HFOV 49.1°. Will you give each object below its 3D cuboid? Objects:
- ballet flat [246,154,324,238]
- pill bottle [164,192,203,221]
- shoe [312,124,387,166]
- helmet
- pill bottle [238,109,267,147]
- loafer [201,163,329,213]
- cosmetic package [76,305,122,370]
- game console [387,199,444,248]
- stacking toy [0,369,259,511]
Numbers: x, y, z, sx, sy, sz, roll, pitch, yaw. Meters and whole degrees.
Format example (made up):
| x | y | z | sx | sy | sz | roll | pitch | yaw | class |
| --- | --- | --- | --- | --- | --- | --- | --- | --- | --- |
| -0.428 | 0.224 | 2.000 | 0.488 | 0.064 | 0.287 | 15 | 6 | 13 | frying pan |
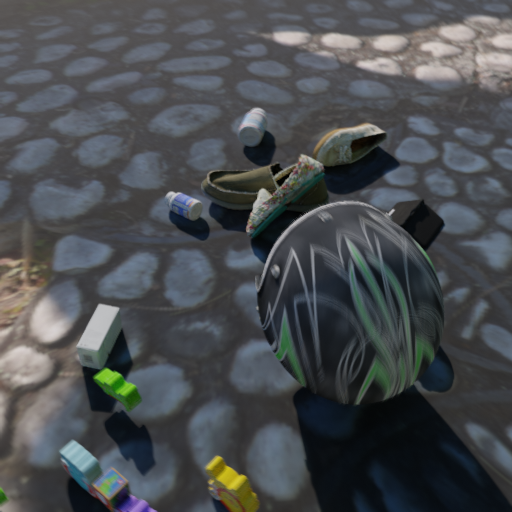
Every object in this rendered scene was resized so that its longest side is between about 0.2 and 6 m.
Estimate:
| x | y | z | sx | sy | sz | roll | pitch | yaw | class |
| --- | --- | --- | --- | --- | --- | --- | --- | --- | --- |
| 0.464 | -1.222 | 11.154 | 2.035 | 0.769 | 0.650 | -41 | 82 | 1 | ballet flat |
| -1.531 | -1.063 | 11.718 | 0.763 | 0.427 | 0.427 | 26 | 48 | 26 | pill bottle |
| 2.226 | -2.617 | 13.184 | 2.176 | 0.761 | 0.581 | -28 | 42 | -30 | shoe |
| 1.266 | 0.673 | 7.685 | 2.678 | 2.553 | 2.678 | 1 | 82 | -8 | helmet |
| -0.057 | -3.237 | 14.006 | 0.587 | 0.587 | 1.079 | 8 | 42 | 9 | pill bottle |
| 0.195 | -1.591 | 11.901 | 2.744 | 0.956 | 1.032 | 3 | 42 | 4 | loafer |
| -2.512 | 1.299 | 9.031 | 0.374 | 0.520 | 0.921 | 11 | 45 | 6 | cosmetic package |
| 3.164 | -0.648 | 11.502 | 0.939 | 0.622 | 1.068 | -3 | 31 | 45 | game console |
| -1.839 | 2.999 | 7.099 | 3.049 | 0.716 | 2.299 | 28 | 47 | 30 | stacking toy |
